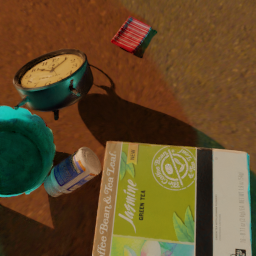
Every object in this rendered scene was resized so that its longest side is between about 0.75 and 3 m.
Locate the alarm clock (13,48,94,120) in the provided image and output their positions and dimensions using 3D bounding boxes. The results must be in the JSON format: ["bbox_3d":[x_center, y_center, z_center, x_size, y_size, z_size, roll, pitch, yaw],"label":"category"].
[{"bbox_3d":[-1.810,-1.364,7.194,1.855,0.916,2.750,-11,43,7],"label":"alarm clock"}]

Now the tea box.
[{"bbox_3d":[0.857,1.998,5.883,2.861,1.943,2.908,3,71,5],"label":"tea box"}]

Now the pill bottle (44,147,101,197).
[{"bbox_3d":[-1.362,1.095,6.735,1.333,0.747,0.747,-34,74,16],"label":"pill bottle"}]

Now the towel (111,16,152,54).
[{"bbox_3d":[0.099,-2.842,8.516,0.827,0.129,1.144,30,74,8],"label":"towel"}]

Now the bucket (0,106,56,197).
[{"bbox_3d":[-2.727,0.638,6.465,2.036,1.324,2.036,9,67,-22],"label":"bucket"}]
